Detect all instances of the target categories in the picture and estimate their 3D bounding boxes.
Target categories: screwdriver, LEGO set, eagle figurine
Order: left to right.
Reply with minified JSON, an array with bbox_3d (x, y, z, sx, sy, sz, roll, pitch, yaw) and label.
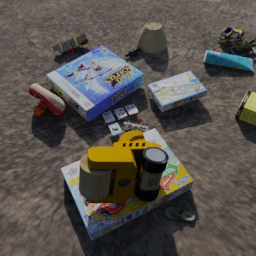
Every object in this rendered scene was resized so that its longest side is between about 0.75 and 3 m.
[{"bbox_3d":[-0.238,-2.744,10.847,1.745,0.243,0.254,-26,85,-17],"label":"screwdriver"},{"bbox_3d":[-0.057,-0.090,8.766,1.126,0.370,1.508,-18,43,-12],"label":"LEGO set"},{"bbox_3d":[4.505,-3.216,11.007,1.141,0.861,0.866,-16,2,24],"label":"eagle figurine"}]

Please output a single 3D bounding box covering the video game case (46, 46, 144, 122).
[{"bbox_3d":[-1.113,-1.667,9.687,2.518,0.572,2.282,-37,61,-24],"label":"video game case"}]

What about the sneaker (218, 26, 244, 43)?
[{"bbox_3d":[4.321,-3.921,11.533,1.287,0.580,0.482,-24,55,-18],"label":"sneaker"}]

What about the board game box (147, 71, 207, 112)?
[{"bbox_3d":[1.625,-1.255,9.348,1.648,0.282,1.108,-20,53,-10],"label":"board game box"}]

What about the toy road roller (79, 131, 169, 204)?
[{"bbox_3d":[-0.134,0.828,6.641,2.075,1.275,1.514,0,35,-14],"label":"toy road roller"}]

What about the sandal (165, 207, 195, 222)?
[{"bbox_3d":[1.295,2.124,6.975,0.761,0.217,0.302,8,52,7],"label":"sandal"}]

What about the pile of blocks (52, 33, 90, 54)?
[{"bbox_3d":[-2.196,-3.276,11.184,1.551,0.637,0.482,-24,98,-7],"label":"pile of blocks"}]

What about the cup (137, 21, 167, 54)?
[{"bbox_3d":[0.985,-3.700,11.172,1.231,0.880,1.231,0,51,0],"label":"cup"}]

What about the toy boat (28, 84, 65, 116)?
[{"bbox_3d":[-2.703,-0.772,9.016,1.338,0.873,0.874,31,88,23],"label":"toy boat"}]

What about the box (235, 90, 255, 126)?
[{"bbox_3d":[4.636,-0.304,8.667,2.338,0.586,0.880,25,55,19],"label":"box"}]

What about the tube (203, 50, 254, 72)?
[{"bbox_3d":[3.820,-2.549,10.576,1.844,0.465,0.714,11,60,3],"label":"tube"}]

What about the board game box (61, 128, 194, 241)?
[{"bbox_3d":[-0.042,1.345,7.402,2.902,0.497,1.951,-23,55,-17],"label":"board game box"}]
